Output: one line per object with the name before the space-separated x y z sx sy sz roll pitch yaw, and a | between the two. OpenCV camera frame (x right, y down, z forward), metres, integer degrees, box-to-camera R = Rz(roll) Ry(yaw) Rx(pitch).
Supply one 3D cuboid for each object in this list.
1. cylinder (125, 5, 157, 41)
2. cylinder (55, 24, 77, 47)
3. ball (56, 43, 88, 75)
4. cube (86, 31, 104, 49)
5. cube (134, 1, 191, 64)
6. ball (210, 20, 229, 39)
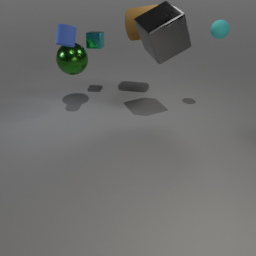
cylinder | 0.741 -4.753 12.705 1.400 1.400 1.400 0 28 20
cylinder | -2.287 -3.401 10.332 0.700 0.700 0.700 9 10 -2
ball | -2.467 -3.057 12.382 1.400 1.400 1.400 0 30 0
cube | -1.536 -4.128 13.142 0.700 0.700 0.700 5 25 9
cube | 1.281 -3.501 10.292 1.400 1.400 1.400 -29 47 0
ball | 3.554 -3.813 10.834 0.700 0.700 0.700 0 30 0
